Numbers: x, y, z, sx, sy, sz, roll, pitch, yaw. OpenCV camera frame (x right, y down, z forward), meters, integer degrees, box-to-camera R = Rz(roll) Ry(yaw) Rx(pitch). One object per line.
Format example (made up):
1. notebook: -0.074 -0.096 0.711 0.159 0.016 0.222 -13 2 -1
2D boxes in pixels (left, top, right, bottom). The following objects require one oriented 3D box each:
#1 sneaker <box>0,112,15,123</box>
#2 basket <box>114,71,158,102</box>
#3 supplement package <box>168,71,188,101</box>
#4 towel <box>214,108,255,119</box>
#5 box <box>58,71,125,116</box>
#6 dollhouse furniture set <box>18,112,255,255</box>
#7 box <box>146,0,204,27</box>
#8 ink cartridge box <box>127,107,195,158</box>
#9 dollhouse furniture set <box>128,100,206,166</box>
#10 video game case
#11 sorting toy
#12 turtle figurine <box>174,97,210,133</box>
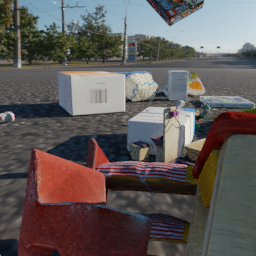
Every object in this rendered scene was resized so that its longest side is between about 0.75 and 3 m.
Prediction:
1. sneaker: -3.588 -0.258 7.879 0.771 0.314 0.340 -7 15 6
2. basket: 0.299 -1.902 12.015 1.548 1.221 1.756 -8 46 -29
3. supplement package: 2.147 -1.848 12.130 0.739 1.235 0.749 0 14 -2
4. towel: 3.415 -0.495 7.394 2.119 0.191 0.912 -12 -9 28
5. box: -1.385 -1.330 10.000 1.848 1.290 2.427 -6 16 -23
6. dollhouse furniture set: 0.170 0.374 1.827 1.247 0.942 2.317 3 -23 8
7. box: 1.383 -4.425 9.318 1.337 1.958 0.369 -32 -21 -8
8. ink cartridge box: 0.764 0.018 5.989 1.154 0.666 1.580 5 15 18
9. dollhouse furniture set: 1.030 -0.012 5.094 1.645 1.167 1.303 -12 19 -40
10. video game case: 3.845 -1.052 11.099 1.655 0.213 1.820 0 14 3
11. sorting toy: 2.405 -2.009 13.873 1.805 1.071 2.005 -25 21 -15
12. turtle figurine: 1.698 -0.335 7.431 0.981 0.660 1.311 -6 25 30
